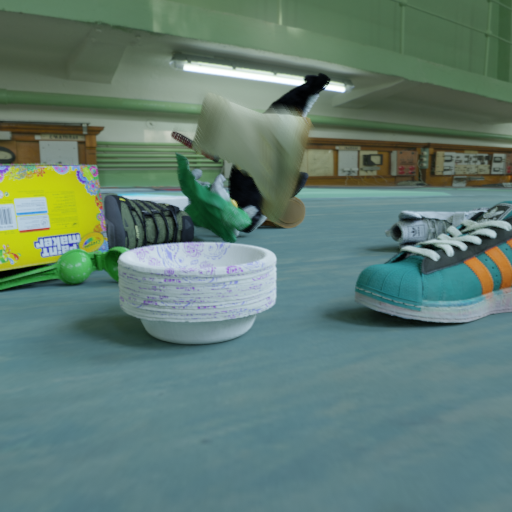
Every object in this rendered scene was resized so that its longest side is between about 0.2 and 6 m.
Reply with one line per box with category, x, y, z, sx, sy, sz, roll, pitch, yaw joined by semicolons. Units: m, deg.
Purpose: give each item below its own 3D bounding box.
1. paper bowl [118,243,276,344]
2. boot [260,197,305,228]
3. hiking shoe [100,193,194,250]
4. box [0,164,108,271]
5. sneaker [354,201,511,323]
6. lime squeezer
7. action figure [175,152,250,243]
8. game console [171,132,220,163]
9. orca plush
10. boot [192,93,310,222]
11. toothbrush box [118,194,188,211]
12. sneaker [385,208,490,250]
paper bowl;-0.611;0.385;5.974;1.658;0.862;1.658;0;9;0
boot;-0.064;-1.215;16.298;2.601;0.997;2.019;-15;12;-34
hiking shoe;-2.117;-0.640;10.950;1.726;1.298;3.428;-3;8;0
box;-4.064;-0.522;8.696;2.341;1.483;2.430;-4;5;38
sneaker;2.688;-0.006;6.888;3.352;1.339;1.196;-4;10;-23
lime squeezer;-2.395;0.312;8.148;3.043;0.574;1.075;0;42;-3
action figure;-0.936;-1.128;12.449;0.924;1.996;3.379;-24;27;-13
game console;-0.908;-2.434;11.270;1.297;0.893;1.505;28;6;-19
orca plush;0.270;-2.573;13.272;1.489;4.189;2.204;16;28;-52
boot;-0.134;-1.310;7.699;1.469;0.688;1.890;17;-31;3
toothbrush box;-3.074;-1.169;15.276;2.256;0.962;1.652;6;11;32
sneaker;3.734;-0.456;11.155;1.436;0.939;2.499;-4;5;-22
